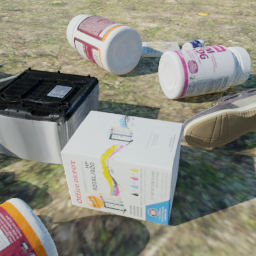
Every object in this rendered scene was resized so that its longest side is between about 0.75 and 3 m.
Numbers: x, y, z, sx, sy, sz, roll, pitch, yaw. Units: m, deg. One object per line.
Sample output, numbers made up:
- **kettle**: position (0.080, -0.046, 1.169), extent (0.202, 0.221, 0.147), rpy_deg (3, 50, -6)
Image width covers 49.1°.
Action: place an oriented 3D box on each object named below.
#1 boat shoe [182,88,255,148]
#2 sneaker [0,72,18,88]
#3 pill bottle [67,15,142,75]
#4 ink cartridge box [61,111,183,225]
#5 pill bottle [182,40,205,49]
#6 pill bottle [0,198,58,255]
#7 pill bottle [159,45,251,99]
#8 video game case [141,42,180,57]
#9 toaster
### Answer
- **boat shoe**: position (2.253, -0.293, 6.228), extent (2.548, 0.917, 0.826), rpy_deg (-19, 41, -13)
- **sneaker**: position (-4.259, -1.128, 8.268), extent (1.184, 0.834, 2.229), rpy_deg (20, 29, 34)
- **pill bottle**: position (-0.983, -3.219, 10.447), extent (1.679, 1.679, 2.941), rpy_deg (-23, 41, -30)
- **ink cartridge box**: position (-0.036, 0.659, 5.023), extent (1.794, 1.321, 1.298), rpy_deg (8, 35, 14)
- **pill bottle**: position (2.745, -3.359, 11.669), extent (0.938, 0.543, 0.543), rpy_deg (-28, 43, -35)
- **pill bottle**: position (-2.033, 1.901, 3.353), extent (1.177, 1.177, 2.148), rpy_deg (28, 43, 34)
- **pill bottle**: position (2.322, -1.746, 8.514), extent (2.487, 1.410, 1.410), rpy_deg (-11, 36, -17)
- **video game case**: position (1.387, -3.391, 12.029), extent (1.641, 0.188, 1.494), rpy_deg (1, 34, 1)
- **toaster**: position (-1.917, -0.334, 6.478), extent (2.082, 1.366, 2.303), rpy_deg (8, 35, 11)
